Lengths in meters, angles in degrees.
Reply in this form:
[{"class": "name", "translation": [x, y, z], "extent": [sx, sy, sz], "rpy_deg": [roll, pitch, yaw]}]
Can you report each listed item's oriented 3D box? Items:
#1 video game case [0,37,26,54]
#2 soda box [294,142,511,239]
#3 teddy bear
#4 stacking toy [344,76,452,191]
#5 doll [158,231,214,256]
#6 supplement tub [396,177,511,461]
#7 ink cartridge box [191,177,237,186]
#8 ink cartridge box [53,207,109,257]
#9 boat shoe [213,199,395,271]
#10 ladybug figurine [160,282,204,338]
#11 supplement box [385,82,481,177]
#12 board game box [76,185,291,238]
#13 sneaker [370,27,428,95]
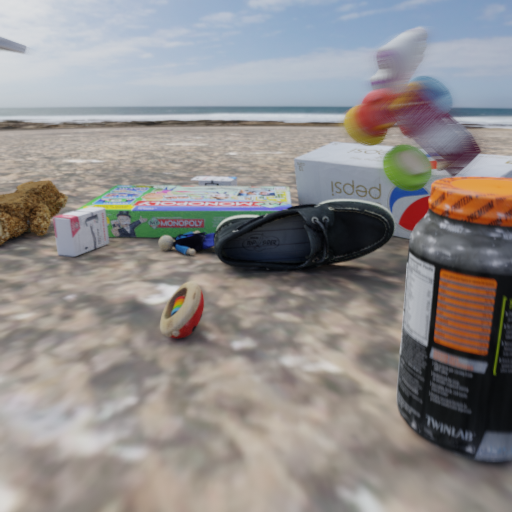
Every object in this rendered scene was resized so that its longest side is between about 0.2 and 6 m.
[{"class": "video game case", "translation": [-4.093, -3.198, 8.081], "extent": [1.138, 0.144, 1.249], "rpy_deg": [9, 12, -43]}, {"class": "soda box", "translation": [3.188, -1.425, 12.299], "extent": [4.845, 1.542, 1.650], "rpy_deg": [15, 33, 43]}, {"class": "teddy bear", "translation": [-5.296, -0.817, 12.168], "extent": [1.978, 0.911, 2.729], "rpy_deg": [-7, 24, 2]}, {"class": "stacking toy", "translation": [2.886, -2.295, 9.998], "extent": [2.099, 1.900, 0.887], "rpy_deg": [-24, -14, -25]}, {"class": "doll", "translation": [-1.140, -0.296, 10.924], "extent": [1.512, 0.366, 1.032], "rpy_deg": [-7, 25, -2]}, {"class": "supplement tub", "translation": [2.005, 0.491, 4.949], "extent": [1.374, 2.243, 1.374], "rpy_deg": [1, 17, 0]}, {"class": "ink cartridge box", "translation": [-1.288, -2.157, 17.106], "extent": [1.284, 0.435, 0.745], "rpy_deg": [3, 17, 12]}, {"class": "ink cartridge box", "translation": [-3.362, -0.479, 10.842], "extent": [0.443, 0.760, 1.044], "rpy_deg": [4, 17, 22]}, {"class": "boat shoe", "translation": [0.775, -0.290, 9.488], "extent": [3.161, 1.181, 1.048], "rpy_deg": [1, 16, 8]}, {"class": "ladybug figurine", "translation": [-0.921, 0.725, 7.190], "extent": [0.642, 0.340, 0.946], "rpy_deg": [-34, 25, 28]}, {"class": "supplement box", "translation": [2.410, -1.724, 7.651], "extent": [0.664, 0.515, 1.202], "rpy_deg": [19, 30, -57]}, {"class": "board game box", "translation": [-1.448, -1.088, 13.116], "extent": [4.538, 0.661, 3.054], "rpy_deg": [1, 16, 2]}, {"class": "sneaker", "translation": [2.951, -3.756, 11.303], "extent": [1.110, 0.834, 2.229], "rpy_deg": [-41, -8, -1]}]
